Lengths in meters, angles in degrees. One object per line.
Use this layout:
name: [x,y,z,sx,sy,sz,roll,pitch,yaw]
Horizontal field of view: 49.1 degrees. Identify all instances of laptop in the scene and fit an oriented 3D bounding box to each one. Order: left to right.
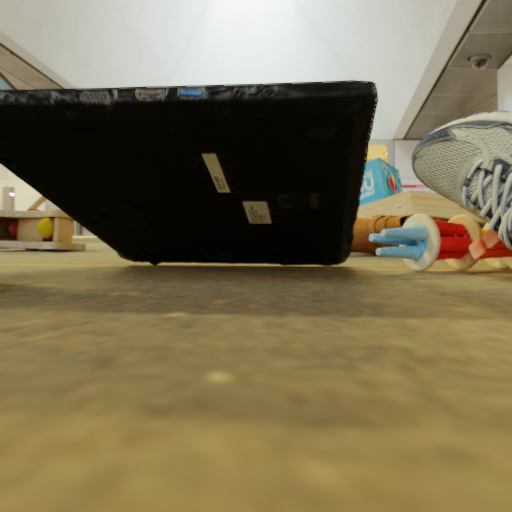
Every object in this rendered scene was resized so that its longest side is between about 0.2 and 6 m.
laptop: [-1.240,-1.460,5.624,4.482,2.315,3.972,1,-14,7]

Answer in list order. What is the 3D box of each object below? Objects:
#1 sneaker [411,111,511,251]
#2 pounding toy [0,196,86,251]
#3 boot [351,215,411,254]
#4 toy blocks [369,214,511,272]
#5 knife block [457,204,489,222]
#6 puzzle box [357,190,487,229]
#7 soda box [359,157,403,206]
sneaker: [2.353,-0.484,4.648,2.486,0.958,1.059,27,42,32]
pounding toy: [-4.990,-0.924,12.319,2.849,1.634,1.629,2,-1,39]
boot: [1.837,-0.387,9.548,2.097,0.804,1.628,16,-10,-28]
toy blocks: [2.238,-0.142,5.790,1.774,0.644,1.479,-1,1,-23]
knife block: [3.709,-0.730,6.333,2.712,0.868,2.380,23,-6,-30]
puzzle box: [3.615,-0.659,11.596,3.735,0.475,2.485,3,-9,-30]
soda box: [1.807,-1.117,12.695,2.921,0.991,0.937,-21,-27,37]
